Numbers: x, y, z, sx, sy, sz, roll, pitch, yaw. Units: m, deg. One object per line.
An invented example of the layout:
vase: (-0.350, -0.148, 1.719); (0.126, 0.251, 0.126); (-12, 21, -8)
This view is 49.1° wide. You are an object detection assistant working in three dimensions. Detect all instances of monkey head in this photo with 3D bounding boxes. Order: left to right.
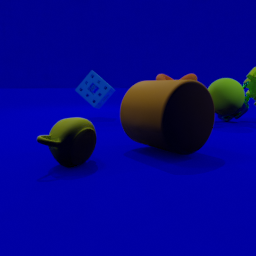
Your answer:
monkey head: (3.481, -0.995, 9.521); (1.433, 1.200, 1.991); (-39, 11, -34)

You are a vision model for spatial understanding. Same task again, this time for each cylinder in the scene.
cylinder: (0.706, -0.241, 5.209); (1.276, 1.276, 1.276); (-6, 10, -34)

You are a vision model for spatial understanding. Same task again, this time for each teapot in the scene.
teapot: (-0.891, 0.192, 4.446); (0.634, 0.805, 1.294); (22, 10, 29)

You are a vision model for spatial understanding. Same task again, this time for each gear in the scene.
gear: (4.761, -1.172, 9.047); (0.369, 1.995, 1.995); (-46, 26, -15)

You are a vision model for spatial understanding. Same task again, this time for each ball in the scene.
ball: (2.882, -0.925, 8.334); (1.101, 1.101, 1.101); (0, 9, 0)

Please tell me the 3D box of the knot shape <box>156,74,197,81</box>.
knot shape: (1.431, -0.770, 8.082); (1.674, 1.567, 0.774); (-6, 5, -43)

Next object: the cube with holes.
cube with holes: (-1.223, -1.433, 10.657); (0.970, 0.970, 0.970); (42, 5, 3)
